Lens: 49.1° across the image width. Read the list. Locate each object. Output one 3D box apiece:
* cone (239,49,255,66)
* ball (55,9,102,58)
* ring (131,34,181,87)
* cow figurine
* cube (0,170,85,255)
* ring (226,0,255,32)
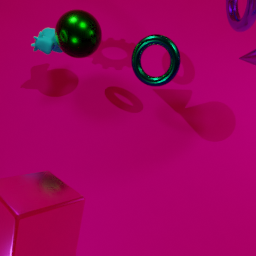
[{"bbox_3d":[3.512,-1.726,6.699,1.606,1.600,1.600,2,55,25],"label":"cone"},{"bbox_3d":[-1.400,-2.655,7.948,1.319,1.319,1.319,0,57,0],"label":"ball"},{"bbox_3d":[0.758,-1.866,7.803,1.428,1.428,0.286,25,23,15],"label":"ring"},{"bbox_3d":[-2.435,-2.659,8.464,1.148,0.640,1.167,1,43,-43],"label":"cow figurine"},{"bbox_3d":[-1.205,1.165,3.500,0.895,0.895,0.895,23,18,40],"label":"cube"},{"bbox_3d":[3.195,-3.608,7.821,0.355,1.775,1.775,-6,57,-2],"label":"ring"}]
